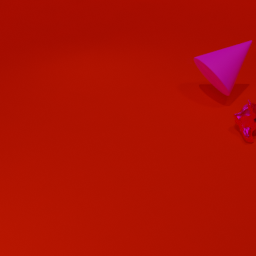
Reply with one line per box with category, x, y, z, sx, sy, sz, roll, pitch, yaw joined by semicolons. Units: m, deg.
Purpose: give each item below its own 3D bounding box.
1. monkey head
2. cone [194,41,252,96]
monkey head;3.282;-0.159;7.323;1.332;0.802;0.958;30;42;-35
cone;3.136;-2.091;8.515;1.576;1.571;1.571;-42;40;9
